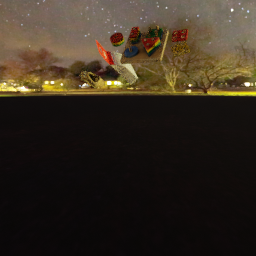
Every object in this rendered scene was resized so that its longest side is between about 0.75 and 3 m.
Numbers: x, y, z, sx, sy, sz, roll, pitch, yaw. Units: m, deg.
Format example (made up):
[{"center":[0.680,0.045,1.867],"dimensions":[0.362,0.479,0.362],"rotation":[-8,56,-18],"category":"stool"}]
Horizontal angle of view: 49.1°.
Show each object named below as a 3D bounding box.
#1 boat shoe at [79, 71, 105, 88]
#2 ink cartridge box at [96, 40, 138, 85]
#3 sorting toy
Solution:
[{"center":[-1.407,-2.053,12.008],"dimensions":[0.564,0.531,1.482],"rotation":[-1,-6,32],"category":"boat shoe"},{"center":[-0.431,-2.572,10.500],"dimensions":[0.413,1.749,1.400],"rotation":[-38,34,15],"category":"ink cartridge box"},{"center":[0.317,-1.520,4.978],"dimensions":[1.585,0.764,0.268],"rotation":[2,-34,23],"category":"sorting toy"}]
